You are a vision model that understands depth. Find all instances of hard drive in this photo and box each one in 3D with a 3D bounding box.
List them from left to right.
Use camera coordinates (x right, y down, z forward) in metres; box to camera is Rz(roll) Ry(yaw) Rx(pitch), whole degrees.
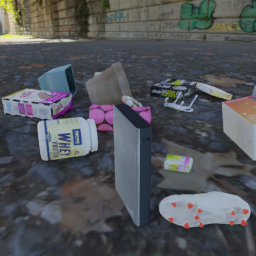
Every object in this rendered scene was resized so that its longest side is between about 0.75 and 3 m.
[{"bbox_3d":[0.076,0.822,6.705,0.400,2.433,1.698,-9,23,-18],"label":"hard drive"}]

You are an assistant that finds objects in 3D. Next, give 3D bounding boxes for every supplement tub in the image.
[{"bbox_3d":[-2.008,0.331,9.351,1.812,1.314,1.314,-7,23,-15],"label":"supplement tub"}]

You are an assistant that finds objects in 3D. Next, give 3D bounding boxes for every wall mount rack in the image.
[{"bbox_3d":[2.730,-1.352,14.384,1.660,0.619,1.442,21,30,39],"label":"wall mount rack"}]

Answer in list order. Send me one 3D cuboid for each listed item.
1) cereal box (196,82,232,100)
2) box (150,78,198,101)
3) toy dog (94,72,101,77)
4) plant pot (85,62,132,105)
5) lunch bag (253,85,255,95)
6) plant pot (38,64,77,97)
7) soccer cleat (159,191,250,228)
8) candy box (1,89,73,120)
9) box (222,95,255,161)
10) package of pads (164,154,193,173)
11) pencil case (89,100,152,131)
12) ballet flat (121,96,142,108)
[{"bbox_3d":[4.937,-2.143,16.194,1.338,0.368,1.860,12,17,-20],"label":"cereal box"},{"bbox_3d":[2.840,-2.397,16.953,2.111,0.583,2.635,12,25,28],"label":"box"},{"bbox_3d":[-1.195,-2.621,16.407,2.111,1.519,2.177,-4,19,-43],"label":"toy dog"},{"bbox_3d":[-1.006,-1.957,14.259,1.993,2.296,2.296,-19,24,-3],"label":"plant pot"},{"bbox_3d":[7.675,-2.185,16.268,0.862,0.733,0.534,-17,33,-33],"label":"lunch bag"},{"bbox_3d":[-4.115,-2.591,16.190,1.736,1.705,1.700,-8,22,5],"label":"plant pot"},{"bbox_3d":[1.748,1.855,6.549,2.159,0.748,0.837,5,17,-7],"label":"soccer cleat"},{"bbox_3d":[-4.380,-1.217,13.732,2.789,0.851,1.902,7,24,17],"label":"candy box"},{"bbox_3d":[4.808,-0.167,10.107,1.923,1.343,2.526,-13,23,-1],"label":"box"},{"bbox_3d":[1.578,1.120,8.814,0.824,0.281,0.637,7,22,18],"label":"package of pads"},{"bbox_3d":[-0.311,-0.474,11.606,2.613,1.186,1.224,5,22,6],"label":"pencil case"},{"bbox_3d":[0.206,-1.054,12.134,1.119,0.423,0.358,23,37,-33],"label":"ballet flat"}]
